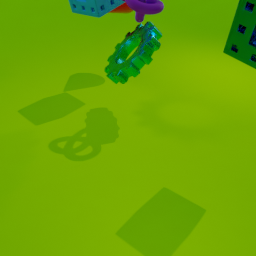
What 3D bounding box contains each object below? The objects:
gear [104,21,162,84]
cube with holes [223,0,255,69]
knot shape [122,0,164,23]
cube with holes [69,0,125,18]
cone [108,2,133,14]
[{"bbox_3d":[0.116,-2.207,8.249,1.982,0.366,1.982,-34,36,30],"label":"gear"},{"bbox_3d":[2.517,-1.725,4.638,1.137,1.137,1.137,38,62,25],"label":"cube with holes"},{"bbox_3d":[0.135,-3.261,6.770,0.693,1.403,1.499,-43,26,9],"label":"knot shape"},{"bbox_3d":[-1.015,-4.299,8.467,1.273,1.273,1.273,26,56,34],"label":"cube with holes"},{"bbox_3d":[-0.789,-4.548,10.099,1.596,1.596,1.602,27,59,31],"label":"cone"}]
